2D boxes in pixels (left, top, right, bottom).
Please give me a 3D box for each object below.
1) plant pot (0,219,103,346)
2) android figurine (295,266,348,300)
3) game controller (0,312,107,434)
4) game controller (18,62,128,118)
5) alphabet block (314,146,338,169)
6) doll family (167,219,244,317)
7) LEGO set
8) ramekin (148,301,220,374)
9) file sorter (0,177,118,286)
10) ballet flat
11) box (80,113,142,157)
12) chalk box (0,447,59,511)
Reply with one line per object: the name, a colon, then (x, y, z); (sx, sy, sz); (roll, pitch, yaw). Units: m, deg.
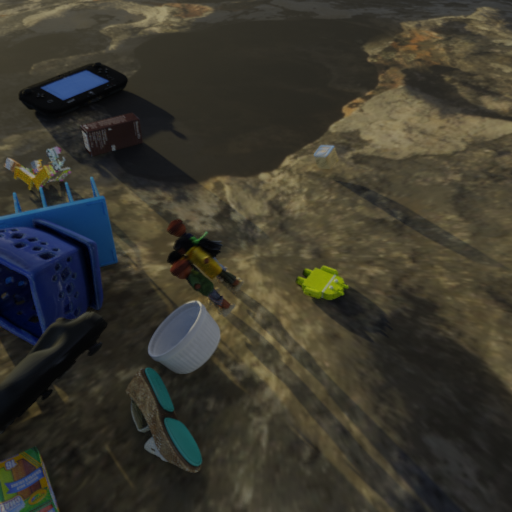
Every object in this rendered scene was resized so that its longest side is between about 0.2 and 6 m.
plant pot: (-3.218, 0.322, 8.483); (1.487, 1.487, 1.337); (21, 38, 26)
android figurine: (1.108, 0.458, 9.318); (0.838, 0.172, 0.763); (20, 42, 26)
game controller: (-2.532, 1.489, 6.315); (0.568, 2.699, 1.408); (38, 51, -10)
game controller: (-4.949, -4.587, 15.356); (1.525, 0.616, 2.923); (24, 45, 27)
alphabet block: (1.529, -2.155, 12.232); (0.364, 0.373, 0.366); (12, 52, 39)
doll family: (-0.897, 0.103, 8.602); (0.847, 1.247, 2.158); (-51, 17, -8)
LEGO set: (-4.542, -1.813, 11.860); (1.702, 0.783, 0.633); (-3, 15, 35)
ramekin: (-0.969, 1.171, 7.818); (1.002, 0.526, 1.002); (-35, 23, 17)
file sorter: (-3.520, -0.465, 9.615); (1.873, 1.300, 1.149); (-15, 37, -18)
ballet flat: (-1.200, 2.124, 6.978); (0.524, 0.566, 1.605); (-43, 48, 6)
box: (-3.368, -2.842, 13.121); (1.292, 0.647, 0.484); (-23, 44, -25)
chalk box: (-2.507, 2.729, 6.071); (0.614, 0.611, 0.987); (-20, 42, -23)
